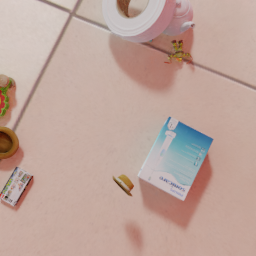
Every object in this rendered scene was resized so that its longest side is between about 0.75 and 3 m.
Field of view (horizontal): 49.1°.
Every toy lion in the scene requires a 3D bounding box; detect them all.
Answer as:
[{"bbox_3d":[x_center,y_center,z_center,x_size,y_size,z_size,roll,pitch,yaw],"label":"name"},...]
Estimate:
[{"bbox_3d":[-5.493,-1.363,10.894,2.007,0.689,1.924,27,90,4],"label":"toy lion"}]

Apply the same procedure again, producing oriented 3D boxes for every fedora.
[{"bbox_3d":[-0.096,1.778,8.998,0.379,0.930,0.930,-43,83,-14],"label":"fedora"},{"bbox_3d":[-4.719,0.549,10.579,1.278,0.521,1.278,0,86,-8],"label":"fedora"}]

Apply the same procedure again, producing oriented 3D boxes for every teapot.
[{"bbox_3d":[1.803,-4.633,10.975,1.763,1.288,1.740,14,78,0],"label":"teapot"}]

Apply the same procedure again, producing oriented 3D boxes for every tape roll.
[{"bbox_3d":[0.371,-4.679,10.564,2.749,0.961,2.749,1,92,29],"label":"tape roll"}]

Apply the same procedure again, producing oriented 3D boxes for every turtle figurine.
[{"bbox_3d":[1.979,-3.037,11.223,1.189,0.383,0.959,-8,81,-1],"label":"turtle figurine"}]

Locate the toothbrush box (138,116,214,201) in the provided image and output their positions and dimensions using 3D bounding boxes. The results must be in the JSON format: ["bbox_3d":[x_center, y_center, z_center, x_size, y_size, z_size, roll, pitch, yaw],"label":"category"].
[{"bbox_3d":[1.683,1.108,10.217,1.802,1.050,2.462,26,82,4],"label":"toothbrush box"}]

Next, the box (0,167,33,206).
[{"bbox_3d":[-4.188,2.177,10.471,0.704,0.222,1.278,29,82,4],"label":"box"}]

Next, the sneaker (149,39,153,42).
[{"bbox_3d":[0.936,-3.974,11.382,0.443,0.377,0.972,-10,78,-10],"label":"sneaker"}]
